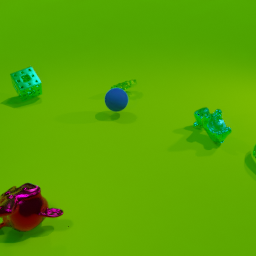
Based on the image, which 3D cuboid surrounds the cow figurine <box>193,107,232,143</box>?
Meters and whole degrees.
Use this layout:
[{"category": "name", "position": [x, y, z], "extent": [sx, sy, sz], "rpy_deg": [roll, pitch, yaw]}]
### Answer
[{"category": "cow figurine", "position": [2.493, -0.083, 8.441], "extent": [0.719, 1.288, 1.309], "rpy_deg": [-23, 70, -5]}]

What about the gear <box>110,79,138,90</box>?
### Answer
[{"category": "gear", "position": [-0.159, -1.655, 11.061], "extent": [1.068, 0.197, 1.068], "rpy_deg": [-17, 1, 0]}]

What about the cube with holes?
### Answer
[{"category": "cube with holes", "position": [-3.799, -1.633, 10.505], "extent": [0.817, 0.817, 0.817], "rpy_deg": [-28, 76, -24]}]

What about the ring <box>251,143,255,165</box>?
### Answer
[{"category": "ring", "position": [4.068, 0.785, 7.173], "extent": [1.708, 0.342, 1.708], "rpy_deg": [-1, 34, 1]}]

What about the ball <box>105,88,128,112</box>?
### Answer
[{"category": "ball", "position": [-0.389, -0.946, 9.420], "extent": [0.797, 0.797, 0.797], "rpy_deg": [0, 30, 0]}]

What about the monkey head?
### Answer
[{"category": "monkey head", "position": [-1.984, 1.569, 5.162], "extent": [1.429, 0.861, 1.028], "rpy_deg": [-15, 12, 7]}]
